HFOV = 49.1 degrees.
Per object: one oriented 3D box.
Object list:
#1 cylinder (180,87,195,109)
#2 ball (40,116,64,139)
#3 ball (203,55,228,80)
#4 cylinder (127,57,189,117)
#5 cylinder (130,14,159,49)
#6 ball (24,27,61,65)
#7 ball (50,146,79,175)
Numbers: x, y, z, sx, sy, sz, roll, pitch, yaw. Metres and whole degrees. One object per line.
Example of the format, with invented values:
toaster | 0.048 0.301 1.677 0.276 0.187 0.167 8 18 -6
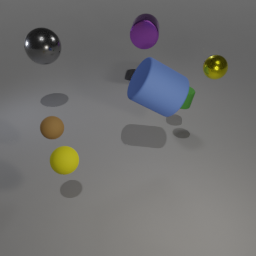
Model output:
cylinder | 2.169 -1.199 10.869 0.700 0.700 0.700 9 35 -6
ball | -2.257 -0.008 8.342 0.700 0.700 0.700 0 32 0
ball | 2.520 -1.753 8.082 0.700 0.700 0.700 0 32 0
cylinder | 0.911 -1.241 8.636 1.400 1.400 1.400 24 26 -21
cylinder | 0.851 -4.834 13.990 1.400 1.400 1.400 3 35 5
ball | -3.322 -3.192 10.961 1.400 1.400 1.400 0 32 0
ball | -1.553 0.790 6.851 0.700 0.700 0.700 0 32 0
